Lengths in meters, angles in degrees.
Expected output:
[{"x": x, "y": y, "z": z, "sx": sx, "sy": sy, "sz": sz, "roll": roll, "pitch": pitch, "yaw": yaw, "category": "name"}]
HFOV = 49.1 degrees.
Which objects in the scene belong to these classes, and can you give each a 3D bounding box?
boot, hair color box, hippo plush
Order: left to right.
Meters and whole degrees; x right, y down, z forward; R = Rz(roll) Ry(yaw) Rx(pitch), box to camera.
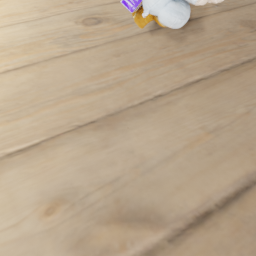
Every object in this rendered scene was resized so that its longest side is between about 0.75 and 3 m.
[{"x": 0.505, "y": -3.931, "z": 7.736, "sx": 0.480, "sy": 1.480, "sz": 0.809, "roll": 41, "pitch": 27, "yaw": -9, "category": "hair color box"}, {"x": 0.695, "y": -3.520, "z": 8.899, "sx": 0.567, "sy": 1.153, "sz": 1.611, "roll": -17, "pitch": 73, "yaw": -28, "category": "boot"}, {"x": 0.957, "y": -3.119, "z": 6.397, "sx": 2.128, "sy": 1.711, "sz": 1.695, "roll": 34, "pitch": 49, "yaw": -9, "category": "hippo plush"}]
